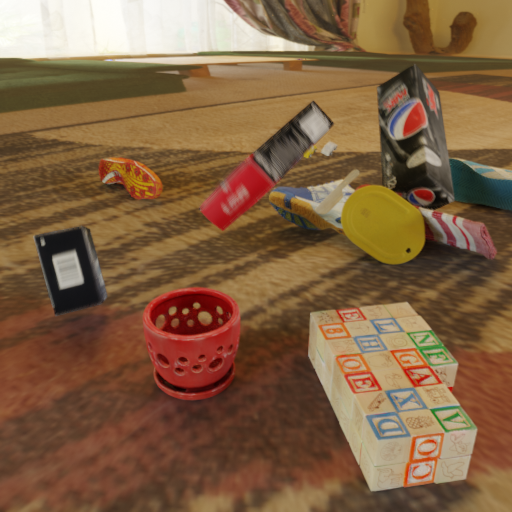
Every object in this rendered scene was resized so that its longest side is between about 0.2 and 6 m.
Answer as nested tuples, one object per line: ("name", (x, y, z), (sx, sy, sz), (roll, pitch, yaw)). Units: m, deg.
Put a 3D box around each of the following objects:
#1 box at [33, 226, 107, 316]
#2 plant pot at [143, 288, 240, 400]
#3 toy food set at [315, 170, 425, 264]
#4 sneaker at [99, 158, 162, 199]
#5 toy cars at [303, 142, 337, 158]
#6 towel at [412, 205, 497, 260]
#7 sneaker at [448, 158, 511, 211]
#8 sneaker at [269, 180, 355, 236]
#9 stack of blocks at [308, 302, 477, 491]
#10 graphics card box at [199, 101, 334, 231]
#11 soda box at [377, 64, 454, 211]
("box", (-2.558, 0.182, 7.839), (0.653, 1.094, 1.112), (-14, 4, -11))
("plant pot", (-0.754, 1.088, 6.747), (1.138, 1.036, 1.138), (0, 24, 0))
("toy food set", (2.115, -0.681, 10.087), (1.925, 1.133, 0.629), (36, 8, -3))
("sneaker", (-2.890, -1.972, 13.484), (0.924, 0.874, 2.395), (-14, 30, -39))
("toy cars", (1.211, -2.063, 10.700), (0.794, 0.176, 0.356), (-9, 50, -14))
("towel", (3.364, -0.489, 10.177), (1.801, 0.205, 1.297), (22, -9, 39))
("sneaker", (5.235, -1.645, 12.860), (2.414, 0.924, 0.975), (27, 28, 33))
("sneaker", (1.420, -1.065, 11.180), (2.281, 0.859, 1.005), (17, 65, 16))
("stack of blocks", (1.552, 1.449, 6.386), (1.347, 0.685, 2.339), (-4, 26, -9))
("graphics card box", (0.168, -1.212, 7.400), (0.485, 1.197, 1.908), (45, 45, -6))
("soda box", (3.218, -2.386, 11.493), (0.990, 1.106, 3.126), (-25, 47, 38))
